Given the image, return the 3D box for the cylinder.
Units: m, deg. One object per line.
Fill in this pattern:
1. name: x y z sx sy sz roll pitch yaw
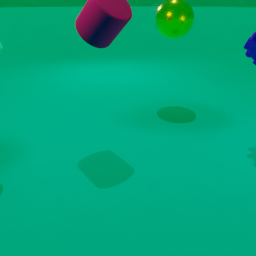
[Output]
1. cylinder: -0.591 -2.627 6.704 1.025 1.025 1.025 -28 -6 -44

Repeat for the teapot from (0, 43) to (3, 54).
1. teapot: -3.040 -1.786 5.711 0.840 1.067 1.716 -37 33 1

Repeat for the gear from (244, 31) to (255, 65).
1. gear: 3.642 -1.826 6.902 1.499 0.277 1.499 32 -4 2

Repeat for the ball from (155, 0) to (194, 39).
1. ball: 1.592 -3.727 9.585 1.318 1.318 1.318 0 26 0
